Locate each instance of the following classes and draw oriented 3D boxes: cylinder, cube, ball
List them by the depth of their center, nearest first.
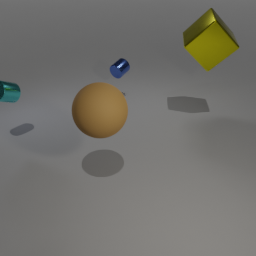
[{"bbox_3d":[-0.699,-0.438,7.018,1.400,1.400,1.400,0,29,0],"label":"ball"},{"bbox_3d":[-4.130,-1.216,9.434,0.700,0.700,0.700,14,6,24],"label":"cylinder"},{"bbox_3d":[3.027,-3.271,10.415,1.400,1.400,1.400,39,34,-22],"label":"cube"},{"bbox_3d":[-0.381,-2.780,13.063,0.700,0.700,0.700,20,52,32],"label":"cylinder"}]
